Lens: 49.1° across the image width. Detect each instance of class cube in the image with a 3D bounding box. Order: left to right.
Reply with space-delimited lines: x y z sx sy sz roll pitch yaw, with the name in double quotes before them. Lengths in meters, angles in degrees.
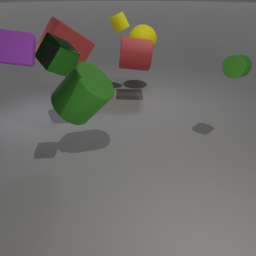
"cube" -2.501 -1.792 6.360 0.700 0.700 0.700 3 9 -13
"cube" -1.757 -1.813 6.991 0.700 0.700 0.700 47 21 29
"cube" -2.267 -2.823 9.822 1.400 1.400 1.400 26 12 -34

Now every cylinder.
"cylinder" -1.374 -1.031 8.497 1.400 1.400 1.400 33 34 -27
"cylinder" -0.397 -4.849 12.867 0.700 0.700 0.700 -25 23 12
"cylinder" 0.333 -3.361 12.724 1.400 1.400 1.400 5 28 -3
"cylinder" 3.400 -1.923 8.723 0.700 0.700 0.700 21 25 34

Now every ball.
"ball" 0.713 -4.363 13.833 1.400 1.400 1.400 0 28 0
